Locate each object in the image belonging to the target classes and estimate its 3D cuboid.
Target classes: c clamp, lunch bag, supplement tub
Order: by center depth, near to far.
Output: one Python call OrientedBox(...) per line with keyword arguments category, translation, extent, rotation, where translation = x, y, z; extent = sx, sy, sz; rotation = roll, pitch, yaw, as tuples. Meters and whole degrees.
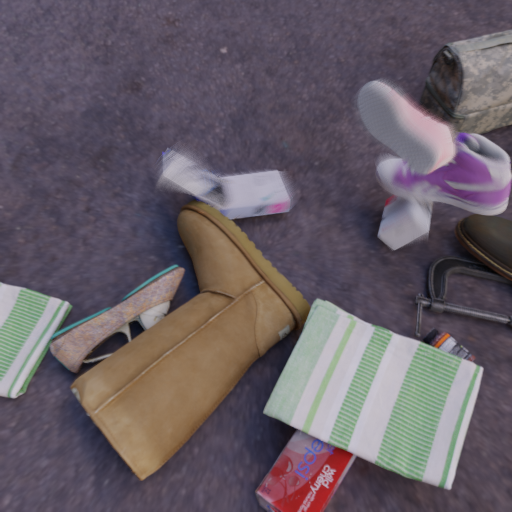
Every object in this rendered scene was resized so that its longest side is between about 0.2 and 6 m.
OrientedBox(category="supplement tub", translation=(3.143, 1.558, 9.197), extent=(0.430, 0.430, 0.804), rotation=(-37, 64, -21))
OrientedBox(category="c clamp", translation=(3.822, 0.803, 9.794), extent=(2.170, 0.294, 1.854), rotation=(7, 51, 4))
OrientedBox(category="lunch bag", translation=(4.787, -3.743, 11.734), extent=(2.230, 1.871, 1.554), rotation=(-14, 58, -9))

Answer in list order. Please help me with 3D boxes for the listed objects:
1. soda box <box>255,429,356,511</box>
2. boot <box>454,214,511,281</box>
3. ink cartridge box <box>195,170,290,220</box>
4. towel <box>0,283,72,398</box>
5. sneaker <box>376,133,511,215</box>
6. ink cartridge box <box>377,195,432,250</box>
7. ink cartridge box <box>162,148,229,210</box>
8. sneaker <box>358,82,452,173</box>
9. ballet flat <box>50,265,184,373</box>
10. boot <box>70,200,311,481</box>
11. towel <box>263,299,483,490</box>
OrientedBox(category="soda box", translation=(1.062, 2.705, 8.220), extent=(0.896, 0.812, 2.561), rotation=(31, 63, 18))
OrientedBox(category="boot", translation=(5.480, -0.300, 9.471), extent=(3.812, 1.847, 1.424), rotation=(22, 51, 13))
OrientedBox(category="ink cartridge box", translation=(-0.307, -1.159, 10.845), extent=(1.738, 0.365, 1.037), rotation=(-7, 42, -9))
OrientedBox(category="towel", translation=(-4.692, 1.237, 9.479), extent=(2.545, 0.298, 1.941), rotation=(15, 59, 9))
OrientedBox(category="sneaker", translation=(3.101, -1.587, 9.421), extent=(2.304, 1.314, 0.835), rotation=(16, 53, 30))
OrientedBox(category="ink cartridge box", translation=(2.744, -0.751, 10.255), extent=(0.467, 0.814, 1.120), rotation=(38, 46, -16))
OrientedBox(category="ink cartridge box", translation=(-1.097, -1.444, 10.046), extent=(1.251, 0.274, 1.263), rotation=(29, 19, -23))
OrientedBox(category="sneaker", translation=(2.258, -1.918, 8.346), extent=(0.871, 0.627, 1.666), rotation=(-18, 64, -45))
OrientedBox(category="ballet flat", translation=(-2.140, 1.110, 9.370), extent=(2.523, 0.859, 0.848), rotation=(-31, 83, -13))
OrientedBox(category="boot", translation=(-1.385, 1.069, 9.063), extent=(3.688, 1.219, 3.229), rotation=(-38, 65, -21))
OrientedBox(category="towel", translation=(1.729, 1.903, 8.067), extent=(2.662, 0.311, 2.031), rotation=(22, 60, 13))
